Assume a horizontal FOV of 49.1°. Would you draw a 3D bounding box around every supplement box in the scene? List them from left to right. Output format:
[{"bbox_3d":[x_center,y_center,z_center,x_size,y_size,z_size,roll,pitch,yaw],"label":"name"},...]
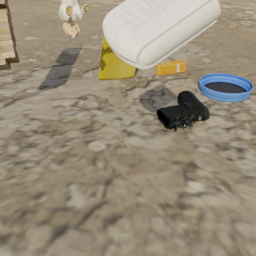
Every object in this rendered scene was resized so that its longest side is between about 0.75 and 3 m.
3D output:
[{"bbox_3d":[1.651,-2.379,11.009,1.226,0.422,0.408,-13,32,-15],"label":"supplement box"}]

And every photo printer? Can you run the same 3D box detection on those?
[{"bbox_3d":[0.291,-1.180,3.107,1.109,0.385,0.923,-36,53,0],"label":"photo printer"}]

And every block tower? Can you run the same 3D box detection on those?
[{"bbox_3d":[-3.285,-2.838,6.770,0.748,2.769,0.800,-10,5,-13],"label":"block tower"}]

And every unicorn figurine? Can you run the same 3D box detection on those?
[{"bbox_3d":[-1.295,-3.468,6.915,0.866,2.346,1.611,21,9,-24],"label":"unicorn figurine"}]

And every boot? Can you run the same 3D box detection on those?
[{"bbox_3d":[1.416,-0.525,7.972,1.264,0.571,1.542,-13,36,-15],"label":"boot"}]

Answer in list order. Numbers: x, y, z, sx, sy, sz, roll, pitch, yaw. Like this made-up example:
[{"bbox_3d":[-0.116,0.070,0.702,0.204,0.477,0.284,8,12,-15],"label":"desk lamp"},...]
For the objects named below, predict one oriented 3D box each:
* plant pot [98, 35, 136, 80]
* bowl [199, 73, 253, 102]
[{"bbox_3d":[-0.332,-2.689,10.638,1.349,1.529,1.529,10,32,-6],"label":"plant pot"},{"bbox_3d":[3.288,-1.382,9.489,1.744,0.342,1.744,0,33,0],"label":"bowl"}]
